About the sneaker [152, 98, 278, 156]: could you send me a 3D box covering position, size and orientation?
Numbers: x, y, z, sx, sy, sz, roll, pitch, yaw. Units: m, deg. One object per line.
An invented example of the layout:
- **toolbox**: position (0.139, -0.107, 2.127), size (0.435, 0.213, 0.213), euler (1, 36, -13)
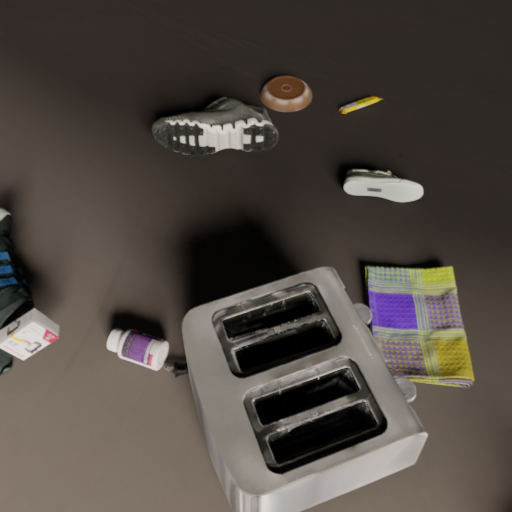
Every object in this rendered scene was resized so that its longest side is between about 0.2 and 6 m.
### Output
- **sneaker**: position (-0.973, -3.087, 13.145), size (2.888, 0.960, 1.306), euler (-2, 51, -6)

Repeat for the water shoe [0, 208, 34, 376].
- **water shoe**: position (-4.794, 0.672, 10.451), size (1.329, 1.204, 3.369), euler (12, 58, -17)

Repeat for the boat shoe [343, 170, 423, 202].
- **boat shoe**: position (2.787, -1.614, 12.248), size (1.702, 0.602, 0.542), euler (9, 56, 9)

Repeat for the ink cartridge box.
- **ink cartridge box**: position (-3.845, 1.338, 9.470), size (0.811, 0.599, 0.347), euler (-33, 43, 10)

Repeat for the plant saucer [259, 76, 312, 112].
- **plant saucer**: position (0.766, -4.222, 14.358), size (1.356, 0.248, 1.356), euler (0, 55, 0)

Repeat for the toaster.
- **toaster**: position (0.477, 2.122, 8.673), size (3.397, 2.016, 3.072), euler (-17, 55, -11)

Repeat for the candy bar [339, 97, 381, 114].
- **candy bar**: position (2.624, -3.818, 14.101), size (1.195, 0.132, 0.298), euler (-24, 37, -17)

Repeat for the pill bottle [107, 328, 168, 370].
- **pill bottle**: position (-2.108, 1.623, 9.936), size (0.989, 0.551, 0.551), euler (16, 56, 11)

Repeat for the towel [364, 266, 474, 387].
- **towel**: position (2.952, 1.227, 10.384), size (1.837, 0.291, 2.558), euler (3, 54, 3)
